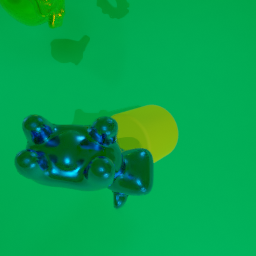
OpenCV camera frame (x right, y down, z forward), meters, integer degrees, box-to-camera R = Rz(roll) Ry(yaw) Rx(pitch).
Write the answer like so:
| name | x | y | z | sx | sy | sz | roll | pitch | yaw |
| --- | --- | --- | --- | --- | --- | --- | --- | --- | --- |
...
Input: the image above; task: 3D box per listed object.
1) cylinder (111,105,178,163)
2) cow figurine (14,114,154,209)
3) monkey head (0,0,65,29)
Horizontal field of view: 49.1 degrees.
| name | x | y | z | sx | sy | sz | roll | pitch | yaw |
| --- | --- | --- | --- | --- | --- | --- | --- | --- | --- |
| cylinder | 0.222 | 0.169 | 5.107 | 1.047 | 1.047 | 1.047 | 47 | 35 | 17 |
| cow figurine | -0.417 | 0.412 | 3.159 | 1.484 | 1.460 | 0.814 | 4 | 67 | -3 |
| monkey head | -1.363 | -2.116 | 4.196 | 0.970 | 1.611 | 1.159 | 28 | 89 | 14 |
